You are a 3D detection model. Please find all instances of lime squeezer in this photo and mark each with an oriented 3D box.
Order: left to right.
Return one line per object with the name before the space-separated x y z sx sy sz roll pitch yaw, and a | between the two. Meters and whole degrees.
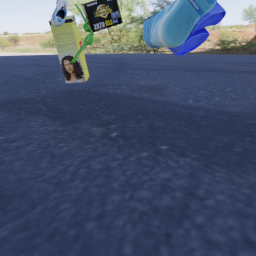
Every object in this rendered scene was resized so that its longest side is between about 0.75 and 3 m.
lime squeezer | -1.298 -2.794 8.253 0.631 1.787 0.337 0 -4 27

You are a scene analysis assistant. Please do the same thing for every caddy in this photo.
caddy | 2.045 -3.709 9.665 1.454 1.958 2.770 49 47 10

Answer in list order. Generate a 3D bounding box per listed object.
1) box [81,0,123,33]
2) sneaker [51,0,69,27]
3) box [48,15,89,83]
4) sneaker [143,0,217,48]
box | -1.014 -4.579 11.237 1.424 1.137 0.351 -23 29 -16
sneaker | -1.814 -3.285 7.758 0.414 1.143 0.411 -11 -32 35
box | -2.061 -2.764 10.022 0.857 2.278 0.571 -4 32 11
sneaker | 1.386 -3.396 8.201 2.642 1.051 1.725 -50 26 -14
